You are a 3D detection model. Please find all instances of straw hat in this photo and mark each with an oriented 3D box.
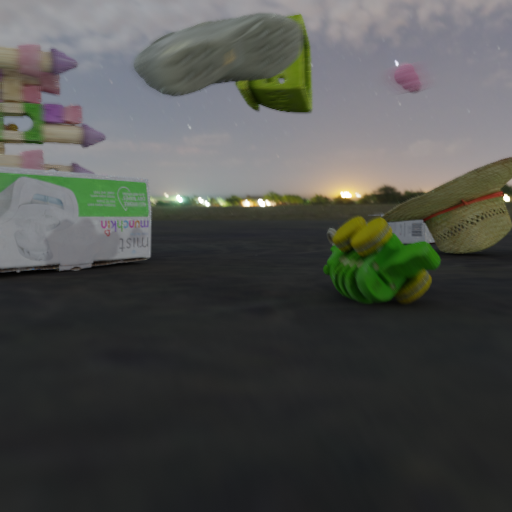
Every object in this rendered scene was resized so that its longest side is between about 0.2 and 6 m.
[{"bbox_3d":[3.676,-0.626,9.772,2.783,1.178,2.783,-20,-10,-4],"label":"straw hat"}]

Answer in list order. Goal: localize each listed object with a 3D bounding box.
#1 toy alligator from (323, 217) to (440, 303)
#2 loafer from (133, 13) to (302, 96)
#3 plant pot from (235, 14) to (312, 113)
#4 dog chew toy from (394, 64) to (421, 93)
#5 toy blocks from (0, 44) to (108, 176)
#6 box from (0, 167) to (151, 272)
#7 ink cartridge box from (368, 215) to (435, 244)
[{"bbox_3d":[0.894,0.085,5.092,0.612,0.669,2.256,-42,11,-6],"label":"toy alligator"},{"bbox_3d":[-0.332,-2.123,5.757,1.965,0.687,0.686,-24,40,-35],"label":"loafer"},{"bbox_3d":[0.359,-3.778,11.336,1.388,1.522,1.530,-1,-5,11],"label":"plant pot"},{"bbox_3d":[2.275,-2.626,8.350,0.306,0.491,0.306,-23,-26,-12],"label":"dog chew toy"},{"bbox_3d":[-3.733,-2.285,9.943,2.063,2.291,2.451,-2,-2,-22],"label":"toy blocks"},{"bbox_3d":[-3.185,-0.462,7.685,2.312,1.267,2.621,1,3,36],"label":"box"},{"bbox_3d":[3.708,-0.682,13.685,1.479,0.707,1.685,3,6,36],"label":"ink cartridge box"}]
